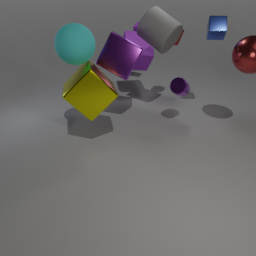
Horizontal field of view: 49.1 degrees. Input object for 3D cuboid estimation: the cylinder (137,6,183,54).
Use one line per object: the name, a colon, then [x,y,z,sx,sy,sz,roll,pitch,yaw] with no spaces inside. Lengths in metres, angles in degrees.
cylinder: [1.325,-4.090,11.735,1.400,1.400,1.400,42,42,12]

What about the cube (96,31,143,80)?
cube: [-0.342,-2.975,11.506,1.400,1.400,1.400,27,15,-8]

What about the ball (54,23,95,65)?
ball: [-1.837,-2.904,9.737,1.400,1.400,1.400,0,29,0]

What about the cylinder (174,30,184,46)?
cylinder: [2.113,-4.255,12.835,0.700,0.700,0.700,16,31,-10]

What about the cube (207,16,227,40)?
cube: [3.648,-4.110,11.518,0.700,0.700,0.700,4,-13,9]

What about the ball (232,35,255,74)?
ball: [4.619,-2.733,10.469,1.400,1.400,1.400,0,29,0]

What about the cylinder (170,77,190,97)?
cylinder: [2.169,-1.692,11.639,0.700,0.700,0.700,15,2,25]

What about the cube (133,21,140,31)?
cube: [0.781,-5.381,15.385,0.700,0.700,0.700,12,49,25]

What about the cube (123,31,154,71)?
cube: [0.425,-3.884,14.212,1.400,1.400,1.400,1,71,-12]

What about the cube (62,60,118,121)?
cube: [-1.395,-1.394,10.237,1.400,1.400,1.400,-43,27,12]
